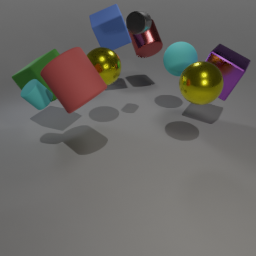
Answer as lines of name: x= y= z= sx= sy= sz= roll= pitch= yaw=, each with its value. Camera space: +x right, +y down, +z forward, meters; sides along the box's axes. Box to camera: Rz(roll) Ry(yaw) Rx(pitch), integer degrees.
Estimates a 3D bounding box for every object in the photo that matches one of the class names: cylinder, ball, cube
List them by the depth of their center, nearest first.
cylinder: x=-1.552 y=-1.366 z=8.123 sx=1.400 sy=1.400 sz=1.400 roll=-34 pitch=7 yaw=5
cylinder: x=-2.829 y=-1.031 z=8.708 sx=0.700 sy=0.700 sz=0.700 roll=-22 pitch=46 yaw=24
ball: x=2.359 y=-1.447 z=9.062 sx=1.400 sy=1.400 sz=1.400 roll=0 pitch=30 yaw=0
cylinder: x=0.361 y=-3.491 z=9.277 sx=0.700 sy=0.700 sz=0.700 roll=10 pitch=24 yaw=17
ball: x=-0.939 y=-2.247 z=10.283 sx=1.400 sy=1.400 sz=1.400 roll=0 pitch=30 yaw=0
cube: x=-3.074 y=-1.828 z=10.373 sx=1.400 sy=1.400 sz=1.400 roll=-10 pitch=33 yaw=42
cube: x=3.619 y=-2.166 z=10.784 sx=1.400 sy=1.400 sz=1.400 roll=34 pitch=39 yaw=11
ball: x=2.164 y=-2.843 z=11.602 sx=1.400 sy=1.400 sz=1.400 roll=0 pitch=30 yaw=0
cube: x=-0.815 y=-4.559 z=12.876 sx=1.400 sy=1.400 sz=1.400 roll=-21 pitch=43 yaw=6
cylinder: x=0.857 y=-4.441 z=13.897 sx=1.400 sy=1.400 sz=1.400 roll=-13 pitch=76 yaw=-21
